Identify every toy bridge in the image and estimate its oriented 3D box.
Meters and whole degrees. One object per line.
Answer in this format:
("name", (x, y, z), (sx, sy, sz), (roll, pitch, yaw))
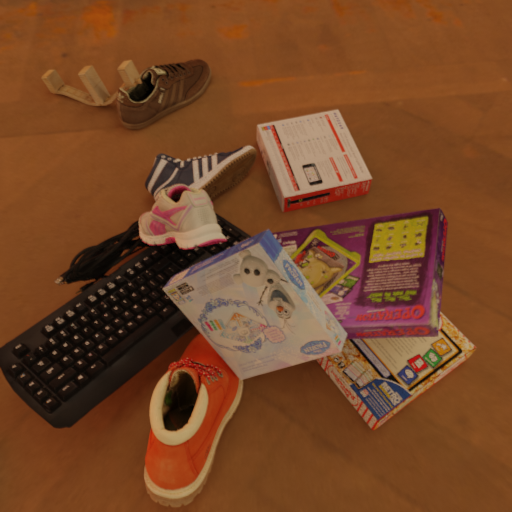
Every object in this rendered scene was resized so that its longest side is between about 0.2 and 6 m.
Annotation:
("toy bridge", (-3.878, -4.102, 13.523), (2.817, 0.947, 0.383), (5, 51, 29))

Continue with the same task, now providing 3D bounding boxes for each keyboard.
("keyboard", (-2.225, 0.449, 9.951), (2.700, 1.028, 5.188), (30, 48, 25))

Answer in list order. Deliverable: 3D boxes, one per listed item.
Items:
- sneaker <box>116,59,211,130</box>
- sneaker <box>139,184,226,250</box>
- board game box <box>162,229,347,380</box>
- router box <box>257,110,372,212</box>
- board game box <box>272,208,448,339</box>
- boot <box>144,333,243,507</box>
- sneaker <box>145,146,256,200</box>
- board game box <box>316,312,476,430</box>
("sneaker", (-2.169, -4.157, 13.587), (0.992, 1.064, 2.817), (36, 65, 21))
("sneaker", (-1.385, -0.757, 10.031), (0.974, 1.057, 2.395), (-14, 12, -37))
("board game box", (-0.046, 0.857, 8.693), (2.107, 2.117, 0.459), (53, 38, -16))
("router box", (1.251, -2.181, 12.628), (2.008, 0.547, 2.238), (-12, 58, -8))
("board game box", (1.355, 0.384, 9.446), (3.503, 0.566, 2.103), (-6, 50, 35))
("boot", (-0.914, 2.076, 8.985), (1.212, 1.732, 3.231), (7, 37, 6))
("sneaker", (-1.261, -1.908, 12.270), (2.504, 0.878, 1.359), (-39, 67, -19))
("board game box", (2.459, 1.714, 10.143), (2.343, 0.543, 1.775), (-30, 62, -18))
